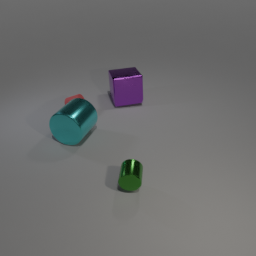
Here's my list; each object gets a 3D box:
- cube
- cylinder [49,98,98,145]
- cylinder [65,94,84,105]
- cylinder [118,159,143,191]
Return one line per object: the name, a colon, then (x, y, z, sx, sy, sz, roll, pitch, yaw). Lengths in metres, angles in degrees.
cube: (-0.115, -2.022, 13.599, 1.400, 1.400, 1.400, -9, 30, -9)
cylinder: (-2.098, -0.267, 10.919, 1.400, 1.400, 1.400, 11, 33, 17)
cylinder: (-2.381, -1.114, 12.651, 0.700, 0.700, 0.700, -15, 27, 19)
cylinder: (0.091, 1.427, 8.523, 0.700, 0.700, 0.700, 3, 36, 5)
